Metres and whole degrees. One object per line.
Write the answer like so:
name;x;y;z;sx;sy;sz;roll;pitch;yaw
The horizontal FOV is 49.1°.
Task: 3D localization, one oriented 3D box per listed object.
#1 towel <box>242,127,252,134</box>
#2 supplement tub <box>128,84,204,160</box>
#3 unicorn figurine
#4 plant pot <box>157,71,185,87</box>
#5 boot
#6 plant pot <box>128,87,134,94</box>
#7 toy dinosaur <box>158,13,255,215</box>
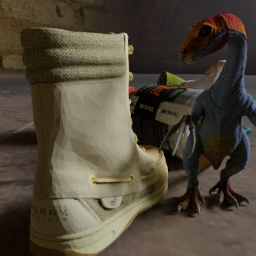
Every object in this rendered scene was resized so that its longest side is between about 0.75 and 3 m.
towel;2.532;0.065;8.001;1.613;0.175;1.183;-7;14;-27
supplement tub;0.912;-0.199;6.291;1.477;1.477;2.410;-9;16;-33
unicorn figurine;2.701;-1.351;9.876;2.650;1.820;0.978;-6;-1;19
plant pot;2.442;-2.131;14.923;1.460;1.516;1.516;9;11;-15
boot;-0.196;-0.052;3.737;1.079;2.304;2.964;2;10;27
plant pot;-0.791;-0.567;7.978;1.481;1.306;1.482;7;9;22
toy dinosaur;1.025;-0.110;3.706;1.432;2.475;2.728;-1;14;-3
